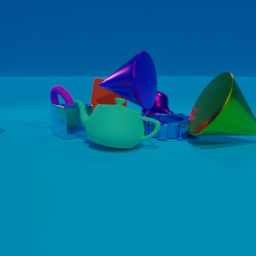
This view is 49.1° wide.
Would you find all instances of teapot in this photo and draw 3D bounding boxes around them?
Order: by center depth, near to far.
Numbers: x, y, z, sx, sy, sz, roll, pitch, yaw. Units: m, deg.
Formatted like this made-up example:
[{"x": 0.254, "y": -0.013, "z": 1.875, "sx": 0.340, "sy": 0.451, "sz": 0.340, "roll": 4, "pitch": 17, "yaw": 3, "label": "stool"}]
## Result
[{"x": -0.279, "y": -0.142, "z": 5.499, "sx": 1.853, "sy": 0.907, "sz": 1.152, "roll": 12, "pitch": 8, "yaw": 16, "label": "teapot"}]

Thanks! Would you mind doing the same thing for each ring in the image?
[{"x": -1.857, "y": -0.669, "z": 8.028, "sx": 0.229, "sy": 1.143, "sz": 1.143, "roll": -31, "pitch": 28, "yaw": -34, "label": "ring"}]

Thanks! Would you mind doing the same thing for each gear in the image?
[{"x": 0.898, "y": -0.095, "z": 6.910, "sx": 1.785, "sy": 0.330, "sz": 1.785, "roll": 2, "pitch": 13, "yaw": 0, "label": "gear"}]

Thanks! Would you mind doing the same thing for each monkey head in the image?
[{"x": 0.957, "y": -0.676, "z": 8.469, "sx": 1.028, "sy": 0.861, "sz": 1.429, "roll": 3, "pitch": 43, "yaw": -37, "label": "monkey head"}]

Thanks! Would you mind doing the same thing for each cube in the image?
[{"x": -1.312, "y": -0.193, "z": 6.601, "sx": 0.725, "sy": 0.725, "sz": 0.725, "roll": -9, "pitch": 14, "yaw": -37, "label": "cube"}, {"x": -0.516, "y": -0.718, "z": 7.675, "sx": 0.927, "sy": 0.927, "sz": 0.927, "roll": 7, "pitch": -13, "yaw": -3, "label": "cube"}]

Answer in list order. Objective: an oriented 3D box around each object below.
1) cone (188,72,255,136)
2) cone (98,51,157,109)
[{"x": 2.228, "y": -0.171, "z": 5.726, "sx": 1.429, "sy": 1.424, "sz": 1.424, "roll": 28, "pitch": 8, "yaw": -10, "label": "cone"}, {"x": -0.146, "y": -0.987, "z": 6.134, "sx": 1.219, "sy": 1.214, "sz": 1.214, "roll": -1, "pitch": 10, "yaw": 27, "label": "cone"}]
